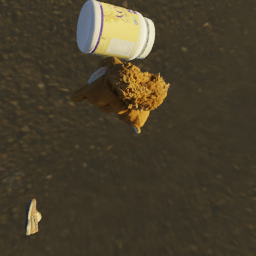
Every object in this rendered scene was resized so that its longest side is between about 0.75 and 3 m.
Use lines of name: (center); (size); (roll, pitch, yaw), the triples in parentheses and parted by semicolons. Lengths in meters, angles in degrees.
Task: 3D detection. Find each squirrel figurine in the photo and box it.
squirrel figurine: (0.003, -0.484, 4.697); (1.270, 1.361, 0.963); (47, 59, -29)

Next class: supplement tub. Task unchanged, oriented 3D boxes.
supplement tub: (-0.266, -2.024, 5.971); (1.432, 1.041, 1.041); (2, 71, -29)

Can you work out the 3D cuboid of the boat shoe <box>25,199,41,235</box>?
boat shoe: (-2.140, 1.998, 6.346); (0.309, 0.326, 0.861); (2, 108, -29)
